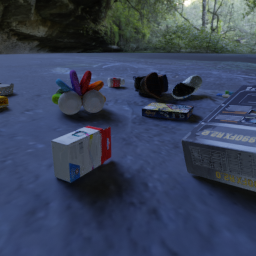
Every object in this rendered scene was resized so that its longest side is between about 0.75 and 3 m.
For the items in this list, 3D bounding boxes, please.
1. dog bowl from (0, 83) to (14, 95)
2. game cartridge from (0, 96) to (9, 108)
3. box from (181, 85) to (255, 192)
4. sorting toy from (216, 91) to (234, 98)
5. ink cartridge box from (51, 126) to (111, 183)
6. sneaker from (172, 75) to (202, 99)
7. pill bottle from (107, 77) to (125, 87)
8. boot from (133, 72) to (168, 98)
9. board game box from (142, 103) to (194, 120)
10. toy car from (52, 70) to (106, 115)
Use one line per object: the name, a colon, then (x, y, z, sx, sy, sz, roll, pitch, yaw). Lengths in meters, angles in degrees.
dog bowl: (-5.308, -1.608, 11.545, 1.190, 0.349, 1.190, 0, 17, 0)
game cartridge: (-5.456, -0.810, 8.993, 2.359, 0.383, 2.079, 12, 21, 30)
box: (2.635, 0.109, 4.157, 2.877, 0.695, 2.279, 9, 35, 45)
sorting toy: (4.186, -1.279, 10.741, 0.860, 0.208, 1.528, -15, 23, -40)
ink cartridge box: (-0.747, 0.378, 4.795, 0.377, 0.652, 1.123, 11, 21, 30)
sneaker: (2.303, -1.517, 11.032, 0.687, 0.693, 1.912, 44, 47, 14)
pill bottle: (-0.552, -2.152, 13.127, 0.754, 0.423, 0.423, -6, 19, -18)
boot: (0.654, -1.584, 10.830, 1.290, 0.995, 2.663, -5, 6, 23)
board game box: (1.182, -0.502, 8.262, 1.326, 0.229, 0.898, 7, 19, 23)
toy car: (-1.515, -1.163, 8.659, 1.668, 1.251, 1.459, -6, 19, -17)
